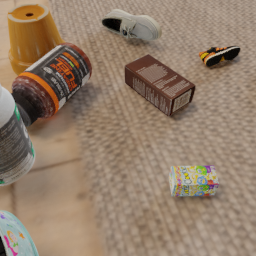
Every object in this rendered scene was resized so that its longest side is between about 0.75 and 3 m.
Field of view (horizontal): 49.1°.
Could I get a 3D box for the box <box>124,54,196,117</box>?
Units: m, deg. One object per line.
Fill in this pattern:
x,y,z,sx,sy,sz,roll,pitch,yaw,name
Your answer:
0.816,-1.214,7.703,0.929,0.695,1.856,-31,57,-24,box

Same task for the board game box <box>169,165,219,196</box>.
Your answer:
1.339,1.092,5.794,0.897,0.462,0.470,-2,48,-1,board game box

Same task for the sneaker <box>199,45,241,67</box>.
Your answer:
2.904,-2.419,8.889,1.373,0.480,0.618,-21,55,-15,sneaker

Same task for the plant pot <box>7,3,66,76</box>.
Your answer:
-2.742,-2.628,8.284,1.810,1.657,1.810,0,49,0,plant pot

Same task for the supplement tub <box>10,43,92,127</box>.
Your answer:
-2.039,-1.099,7.201,1.277,1.277,2.388,22,52,18,supplement tub

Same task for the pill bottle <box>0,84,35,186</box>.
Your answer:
-2.767,-0.002,5.479,1.348,2.384,1.348,0,49,0,pill bottle

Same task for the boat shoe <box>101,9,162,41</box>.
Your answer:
0.042,-3.426,9.624,2.395,0.835,0.853,31,59,32,boat shoe

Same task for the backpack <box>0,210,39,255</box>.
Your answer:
-2.286,2.200,3.897,2.114,1.592,1.877,-45,60,-4,backpack
